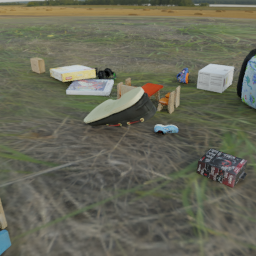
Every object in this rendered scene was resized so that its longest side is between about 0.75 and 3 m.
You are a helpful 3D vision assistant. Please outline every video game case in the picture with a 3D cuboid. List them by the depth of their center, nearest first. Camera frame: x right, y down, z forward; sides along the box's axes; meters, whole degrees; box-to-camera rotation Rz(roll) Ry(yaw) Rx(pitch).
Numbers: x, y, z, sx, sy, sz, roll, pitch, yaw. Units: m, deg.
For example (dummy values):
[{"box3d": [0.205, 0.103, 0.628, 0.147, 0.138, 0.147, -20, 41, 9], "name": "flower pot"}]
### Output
[{"box3d": [-1.756, -1.970, 13.353, 1.967, 0.226, 1.792, 2, 27, 3], "name": "video game case"}]

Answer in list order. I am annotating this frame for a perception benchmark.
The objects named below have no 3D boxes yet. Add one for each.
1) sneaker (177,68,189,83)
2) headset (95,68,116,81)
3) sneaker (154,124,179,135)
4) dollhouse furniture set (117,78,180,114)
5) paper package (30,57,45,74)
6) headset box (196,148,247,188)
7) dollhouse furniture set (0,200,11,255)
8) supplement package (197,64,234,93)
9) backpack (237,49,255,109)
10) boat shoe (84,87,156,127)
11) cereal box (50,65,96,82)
[{"box3d": [2.841, -2.743, 14.528, 0.606, 0.582, 1.544, 0, 25, 11], "name": "sneaker"}, {"box3d": [-1.263, -2.790, 14.841, 1.423, 0.669, 0.879, 37, 46, 28], "name": "headset"}, {"box3d": [1.275, 0.114, 9.313, 0.805, 0.316, 0.362, 1, 45, 10], "name": "sneaker"}, {"box3d": [0.609, -1.367, 11.054, 2.409, 1.241, 2.383, 14, 30, 25], "name": "dollhouse furniture set"}, {"box3d": [-5.081, -3.533, 15.799, 0.813, 0.775, 0.421, 23, 35, 37], "name": "paper package"}, {"box3d": [2.489, 1.029, 7.276, 1.122, 0.421, 0.834, 20, 33, 33], "name": "headset box"}, {"box3d": [-2.753, 1.843, 4.384, 1.613, 1.604, 2.289, 14, 30, 26], "name": "dollhouse furniture set"}, {"box3d": [4.238, -2.430, 13.518, 1.233, 0.878, 1.583, 17, 33, 31], "name": "supplement package"}, {"box3d": [5.550, -1.547, 10.702, 2.137, 2.268, 2.780, -29, 44, -29], "name": "backpack"}, {"box3d": [-0.376, -0.415, 8.788, 2.916, 0.914, 1.067, -14, 35, 48], "name": "boat shoe"}, {"box3d": [-2.915, -2.866, 14.540, 1.718, 0.472, 2.388, -14, 23, -25], "name": "cereal box"}]
